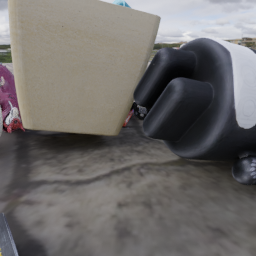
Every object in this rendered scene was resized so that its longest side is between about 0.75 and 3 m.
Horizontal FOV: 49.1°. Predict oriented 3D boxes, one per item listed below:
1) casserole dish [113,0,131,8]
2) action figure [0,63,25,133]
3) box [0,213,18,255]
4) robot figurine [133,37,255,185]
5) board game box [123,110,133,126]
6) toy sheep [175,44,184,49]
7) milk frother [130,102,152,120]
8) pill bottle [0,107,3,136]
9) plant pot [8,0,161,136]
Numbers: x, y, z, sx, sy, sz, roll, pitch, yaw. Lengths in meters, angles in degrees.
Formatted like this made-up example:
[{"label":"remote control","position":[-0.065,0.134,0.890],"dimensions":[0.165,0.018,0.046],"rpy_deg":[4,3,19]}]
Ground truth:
[{"label":"casserole dish","position":[-0.497,-1.384,6.281],"dimensions":[0.577,2.972,1.800],"rpy_deg":[17,-1,-25]},{"label":"action figure","position":[-3.122,-0.574,6.935],"dimensions":[1.594,1.772,2.379],"rpy_deg":[36,17,-46]},{"label":"box","position":[-1.563,1.245,1.873],"dimensions":[1.596,0.386,1.264],"rpy_deg":[-9,18,-29]},{"label":"robot figurine","position":[1.606,-0.344,4.501],"dimensions":[2.959,2.223,1.846],"rpy_deg":[5,-1,-26]},{"label":"board game box","position":[-0.467,-0.448,8.272],"dimensions":[1.148,0.217,2.230],"rpy_deg":[3,16,8]},{"label":"toy sheep","position":[1.875,-1.382,7.459],"dimensions":[2.812,1.939,1.939],"rpy_deg":[6,16,5]},{"label":"milk frother","position":[0.525,-0.823,8.055],"dimensions":[0.869,0.963,0.906],"rpy_deg":[27,24,17]},{"label":"pill bottle","position":[-3.583,-0.056,4.440],"dimensions":[1.515,1.515,2.728],"rpy_deg":[14,20,40]},{"label":"plant pot","position":[-1.157,-1.122,5.903],"dimensions":[2.647,2.344,2.644],"rpy_deg":[4,4,-22]}]
